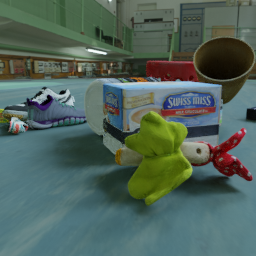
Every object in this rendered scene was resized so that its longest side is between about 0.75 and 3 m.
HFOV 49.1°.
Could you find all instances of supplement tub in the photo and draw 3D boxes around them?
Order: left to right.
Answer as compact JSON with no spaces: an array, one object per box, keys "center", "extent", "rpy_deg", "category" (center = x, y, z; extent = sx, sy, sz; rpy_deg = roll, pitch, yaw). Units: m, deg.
[{"center":[0.174,-0.798,9.471],"extent":[2.961,1.814,1.814],"rpy_deg":[-11,17,-39],"category":"supplement tub"}]

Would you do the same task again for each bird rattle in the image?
[{"center":[0.940,0.439,5.424],"extent":[2.606,1.468,2.125],"rpy_deg":[-6,-3,-36],"category":"bird rattle"}]

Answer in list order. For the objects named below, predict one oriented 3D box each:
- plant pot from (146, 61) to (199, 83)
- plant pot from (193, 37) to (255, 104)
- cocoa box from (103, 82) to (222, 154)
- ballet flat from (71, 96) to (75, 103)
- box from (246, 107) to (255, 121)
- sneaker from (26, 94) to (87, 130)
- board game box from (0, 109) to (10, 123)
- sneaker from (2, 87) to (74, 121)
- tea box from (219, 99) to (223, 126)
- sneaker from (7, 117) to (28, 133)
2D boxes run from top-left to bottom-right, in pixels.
[{"center":[2.211,-2.038,13.618],"extent":[2.665,2.427,2.665],"rpy_deg":[-1,12,0],"category":"plant pot"},{"center":[3.485,-1.889,10.425],"extent":[2.008,2.008,2.155],"rpy_deg":[4,-27,17],"category":"plant pot"},{"center":[0.820,-0.309,7.412],"extent":[2.685,1.762,1.790],"rpy_deg":[-4,13,-18],"category":"cocoa box"},{"center":[-3.695,-1.814,17.119],"extent":[0.503,0.503,1.450],"rpy_deg":[-10,16,-39],"category":"ballet flat"},{"center":[5.679,-0.607,11.712],"extent":[1.274,0.503,0.899],"rpy_deg":[-10,14,-38],"category":"box"},{"center":[-2.484,-0.708,10.544],"extent":[1.002,1.179,2.693],"rpy_deg":[11,17,42],"category":"sneaker"},{"center":[-4.925,-0.479,11.033],"extent":[1.031,0.524,0.246],"rpy_deg":[-4,13,-18],"category":"board game box"},{"center":[-3.539,-0.975,11.132],"extent":[1.119,1.297,2.959],"rpy_deg":[-3,5,44],"category":"sneaker"},{"center":[2.911,-0.523,10.142],"extent":[0.677,0.997,1.014],"rpy_deg":[10,16,38],"category":"tea box"},{"center":[-3.745,-0.042,9.557],"extent":[0.599,0.451,1.280],"rpy_deg":[16,4,-19],"category":"sneaker"}]
